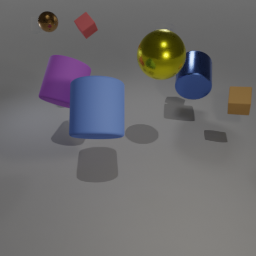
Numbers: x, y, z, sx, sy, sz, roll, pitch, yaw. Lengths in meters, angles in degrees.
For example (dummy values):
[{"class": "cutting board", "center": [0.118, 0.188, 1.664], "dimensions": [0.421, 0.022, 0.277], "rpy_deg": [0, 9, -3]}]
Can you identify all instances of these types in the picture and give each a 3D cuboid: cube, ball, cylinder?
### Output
[{"class": "cube", "center": [3.774, -0.919, 9.482], "dimensions": [0.700, 0.700, 0.700], "rpy_deg": [5, 62, 20]}, {"class": "cube", "center": [-1.902, -4.661, 12.742], "dimensions": [0.700, 0.700, 0.700], "rpy_deg": [-38, 79, -1]}, {"class": "ball", "center": [-2.836, -3.774, 9.960], "dimensions": [0.700, 0.700, 0.700], "rpy_deg": [0, 31, 0]}, {"class": "cylinder", "center": [2.628, -2.099, 11.174], "dimensions": [1.400, 1.400, 1.400], "rpy_deg": [6, 53, 10]}, {"class": "cylinder", "center": [-0.790, -0.468, 7.221], "dimensions": [1.400, 1.400, 1.400], "rpy_deg": [0, -8, 0]}, {"class": "cylinder", "center": [-2.050, -1.465, 9.180], "dimensions": [1.400, 1.400, 1.400], "rpy_deg": [14, -5, 1]}, {"class": "ball", "center": [0.951, -2.080, 8.006], "dimensions": [1.400, 1.400, 1.400], "rpy_deg": [0, 31, 0]}]
